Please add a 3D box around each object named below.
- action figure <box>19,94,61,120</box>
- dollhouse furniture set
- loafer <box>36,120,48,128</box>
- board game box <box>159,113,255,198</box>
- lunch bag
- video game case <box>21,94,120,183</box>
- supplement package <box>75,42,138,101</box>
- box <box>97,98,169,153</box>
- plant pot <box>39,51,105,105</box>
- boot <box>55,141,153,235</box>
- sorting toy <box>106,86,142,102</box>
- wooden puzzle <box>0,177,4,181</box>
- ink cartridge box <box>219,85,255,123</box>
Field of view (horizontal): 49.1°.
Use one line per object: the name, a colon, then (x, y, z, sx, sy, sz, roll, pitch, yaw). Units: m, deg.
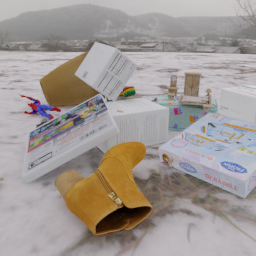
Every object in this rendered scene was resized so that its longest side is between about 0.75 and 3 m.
action figure: (-3.950, -0.861, 11.964, 1.134, 0.748, 2.292, 12, 5, -45)
dollhouse furniture set: (2.162, -1.382, 10.121, 1.716, 0.982, 2.012, 6, 21, 15)
loafer: (-3.107, -0.216, 11.002, 1.015, 0.319, 0.365, -11, 22, -28)
board game box: (2.644, 0.539, 7.754, 2.561, 0.528, 2.567, -30, 33, -33)
lunch bag: (2.186, -0.715, 11.304, 2.763, 1.065, 2.216, 6, 20, 16)
video game case: (-1.682, 0.151, 7.895, 2.655, 0.305, 2.419, -29, 30, 0)
supplement package: (-0.853, -2.089, 10.186, 1.078, 1.514, 1.944, 32, 4, -34)
box: (-0.061, -0.157, 9.480, 2.316, 1.232, 1.764, -10, 22, -26)
plant pot: (-2.884, -2.223, 14.016, 2.742, 2.555, 2.555, -21, 25, -18)
boot: (-0.077, 1.252, 6.177, 2.686, 0.945, 1.923, -20, 33, -35)
sorting toy: (-0.397, -1.052, 11.000, 1.270, 0.446, 2.635, -8, -15, -45)
wooden puzzle: (-3.868, 1.415, 6.403, 1.355, 0.339, 1.463, 6, 16, 16)
ink cartridge box: (5.763, -1.072, 12.096, 2.852, 1.198, 2.075, -9, 21, -24)
